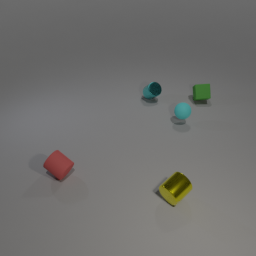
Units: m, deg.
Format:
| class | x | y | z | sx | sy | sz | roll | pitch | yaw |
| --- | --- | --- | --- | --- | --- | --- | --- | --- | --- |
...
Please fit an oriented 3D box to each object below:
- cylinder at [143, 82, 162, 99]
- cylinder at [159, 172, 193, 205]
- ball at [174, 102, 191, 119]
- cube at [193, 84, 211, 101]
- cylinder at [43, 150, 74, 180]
| class | x | y | z | sx | sy | sz | roll | pitch | yaw |
| --- | --- | --- | --- | --- | --- | --- | --- | --- | --- |
| cylinder | 1.155 | -1.784 | 13.428 | 0.700 | 0.700 | 0.700 | -14 | -2 | -21 |
| cylinder | 1.372 | 1.737 | 8.070 | 0.700 | 0.700 | 0.700 | -37 | 46 | -23 |
| ball | 2.267 | -0.705 | 11.588 | 0.700 | 0.700 | 0.700 | 0 | 32 | 0 |
| cube | 3.520 | -1.710 | 13.417 | 0.700 | 0.700 | 0.700 | -4 | 0 | 3 |
| cylinder | -2.203 | 1.177 | 8.930 | 0.700 | 0.700 | 0.700 | 38 | 41 | 5 |
